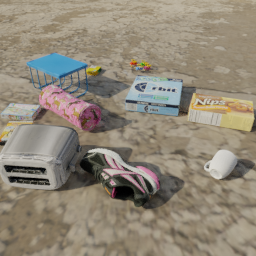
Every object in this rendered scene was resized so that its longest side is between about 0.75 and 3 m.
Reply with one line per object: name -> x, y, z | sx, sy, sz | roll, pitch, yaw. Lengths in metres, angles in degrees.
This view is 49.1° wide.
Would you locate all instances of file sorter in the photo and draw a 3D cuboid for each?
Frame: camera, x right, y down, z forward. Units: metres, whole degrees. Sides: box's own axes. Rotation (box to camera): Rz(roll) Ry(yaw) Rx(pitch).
file sorter -> -3.057, -2.233, 12.348 | 2.233, 1.370, 1.549 | 25, 42, 32

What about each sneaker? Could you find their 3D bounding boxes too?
sneaker -> -0.376, 1.332, 7.502 | 2.350, 0.944, 1.015 | 16, 38, 24

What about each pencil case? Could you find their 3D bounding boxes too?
pencil case -> -2.184, -0.776, 10.473 | 2.583, 1.069, 1.118 | 27, 42, 35

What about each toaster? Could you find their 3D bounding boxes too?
toaster -> -2.573, 0.787, 7.929 | 2.368, 1.345, 1.529 | 5, 37, 4

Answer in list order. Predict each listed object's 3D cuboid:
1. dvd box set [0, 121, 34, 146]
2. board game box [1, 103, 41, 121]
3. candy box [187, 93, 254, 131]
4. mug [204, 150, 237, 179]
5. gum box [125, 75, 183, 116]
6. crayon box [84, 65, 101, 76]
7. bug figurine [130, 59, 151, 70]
dvd box set -> -3.913, 0.172, 9.851 | 0.921, 0.185, 1.259 | 0, 34, -1
board game box -> -4.194, -0.639, 11.022 | 1.264, 0.216, 0.850 | 4, 35, 7
candy box -> 3.504, -0.640, 10.639 | 2.278, 0.630, 1.315 | 10, 35, 15
mug -> 2.636, 1.103, 8.188 | 0.855, 0.631, 0.750 | -7, 28, 50
gum box -> 1.182, -1.451, 11.918 | 2.119, 0.556, 2.494 | 7, 35, 10
crayon box -> -1.799, -2.934, 14.399 | 0.562, 0.225, 0.885 | 12, 35, 18
bug figurine -> 0.657, -3.309, 14.867 | 1.012, 0.336, 1.304 | -5, 30, -18
